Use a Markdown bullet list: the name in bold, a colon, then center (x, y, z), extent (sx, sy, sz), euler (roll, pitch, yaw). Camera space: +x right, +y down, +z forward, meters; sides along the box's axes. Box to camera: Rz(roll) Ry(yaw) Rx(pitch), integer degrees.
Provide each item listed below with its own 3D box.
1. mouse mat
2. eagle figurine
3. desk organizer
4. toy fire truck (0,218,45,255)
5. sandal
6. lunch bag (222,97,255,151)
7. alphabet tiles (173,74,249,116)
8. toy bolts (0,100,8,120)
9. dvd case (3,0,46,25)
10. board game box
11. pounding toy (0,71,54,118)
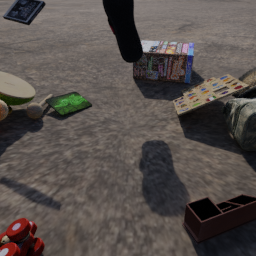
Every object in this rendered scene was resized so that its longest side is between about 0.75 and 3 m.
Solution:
- **mouse mat**: center (-2.066, -0.887, 9.807), extent (1.336, 0.050, 1.075), euler (-23, 49, -40)
- **eagle figurine**: center (4.477, -1.150, 8.701), extent (2.731, 2.061, 2.072), euler (13, -9, 26)
- **desk organizer**: center (1.846, 1.629, 5.454), extent (1.491, 0.574, 0.535), euler (-13, 34, -20)
- **toy fire truck**: center (-2.056, 2.113, 4.690), extent (1.006, 0.672, 1.198), euler (-15, 29, 11)
- **sandal**: center (-0.213, -3.516, 9.330), extent (1.038, 2.764, 0.623), euler (-15, 7, -12)
- **lunch bag**: center (3.788, -0.273, 7.862), extent (1.856, 1.293, 1.557), euler (-3, 33, -5)
- **alphabet tiles**: center (2.606, -1.229, 9.571), extent (2.203, 0.099, 2.635), euler (-23, 16, 11)
- **toy bolts**: center (-4.904, -0.846, 8.095), extent (2.330, 2.439, 1.692), euler (-24, -1, 23)
- **dvd case**: center (-3.306, -3.738, 8.896), extent (1.235, 0.153, 0.928), euler (23, 74, 28)
- **board game box**: center (1.606, -2.988, 12.372), extent (2.486, 1.204, 1.982), euler (7, 32, 11)
- **pounding toy**: center (-3.942, -0.940, 9.509), extent (2.305, 1.070, 1.779), euler (26, 21, -10)
